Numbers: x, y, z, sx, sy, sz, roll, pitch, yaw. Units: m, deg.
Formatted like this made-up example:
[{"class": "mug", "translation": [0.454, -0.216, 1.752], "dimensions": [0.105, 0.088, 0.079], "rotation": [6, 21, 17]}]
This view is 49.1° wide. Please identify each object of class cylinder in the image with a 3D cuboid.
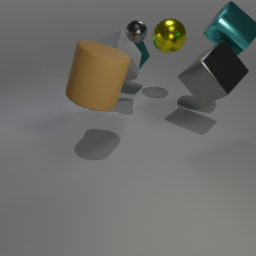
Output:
[{"class": "cylinder", "translation": [3.641, -3.449, 9.902], "dimensions": [1.400, 1.400, 1.400], "rotation": [37, 32, -6]}, {"class": "cylinder", "translation": [-0.801, -1.368, 7.315], "dimensions": [1.400, 1.400, 1.400], "rotation": [16, 25, -8]}]

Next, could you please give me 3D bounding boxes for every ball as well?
[{"class": "ball", "translation": [1.723, -3.807, 11.635], "dimensions": [1.400, 1.400, 1.400], "rotation": [0, 30, 0]}, {"class": "ball", "translation": [0.278, -3.125, 9.090], "dimensions": [0.700, 0.700, 0.700], "rotation": [0, 30, 0]}]

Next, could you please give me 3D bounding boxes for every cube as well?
[{"class": "cube", "translation": [-0.042, -3.537, 13.398], "dimensions": [1.400, 1.400, 1.400], "rotation": [-6, 36, 39]}, {"class": "cube", "translation": [2.896, -1.847, 9.593], "dimensions": [1.400, 1.400, 1.400], "rotation": [-44, 7, -23]}, {"class": "cube", "translation": [-0.479, -2.672, 10.922], "dimensions": [1.400, 1.400, 1.400], "rotation": [-13, 51, 32]}]
